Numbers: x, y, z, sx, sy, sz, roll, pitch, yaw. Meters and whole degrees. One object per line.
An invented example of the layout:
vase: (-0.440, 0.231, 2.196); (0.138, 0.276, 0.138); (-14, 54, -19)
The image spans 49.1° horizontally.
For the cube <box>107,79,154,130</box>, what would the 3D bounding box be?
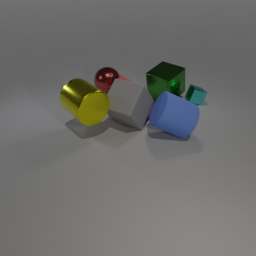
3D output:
cube: (0.020, -0.962, 11.433); (1.400, 1.400, 1.400); (18, 75, 29)

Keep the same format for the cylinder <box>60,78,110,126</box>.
cylinder: (-1.627, -0.992, 10.558); (1.400, 1.400, 1.400); (-21, 40, -33)

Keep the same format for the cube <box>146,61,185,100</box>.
cube: (1.889, -2.262, 13.932); (1.400, 1.400, 1.400); (27, 52, 34)

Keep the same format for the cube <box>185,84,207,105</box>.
cube: (3.333, -1.638, 13.760); (0.700, 0.700, 0.700); (14, 26, -15)

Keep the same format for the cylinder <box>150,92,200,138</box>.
cylinder: (1.758, -0.491, 10.706); (1.400, 1.400, 1.400); (22, 25, -15)

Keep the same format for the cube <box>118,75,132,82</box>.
cube: (-0.263, -2.008, 13.509); (0.700, 0.700, 0.700); (29, 27, -16)

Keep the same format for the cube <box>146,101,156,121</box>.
cube: (0.870, -0.838, 12.505); (0.700, 0.700, 0.700); (25, 38, 38)

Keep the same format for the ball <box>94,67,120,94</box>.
ball: (-1.077, -2.487, 14.668); (1.400, 1.400, 1.400); (0, 29, 0)
